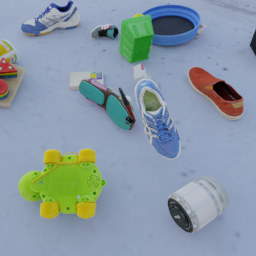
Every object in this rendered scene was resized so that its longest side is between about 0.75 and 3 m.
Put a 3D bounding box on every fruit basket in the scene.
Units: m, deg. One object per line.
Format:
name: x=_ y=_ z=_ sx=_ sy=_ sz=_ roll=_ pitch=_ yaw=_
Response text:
fruit basket: x=0.295 y=-3.858 z=11.348 sx=1.413 sy=1.959 sz=1.959 roll=-17 pitch=51 yaw=-14

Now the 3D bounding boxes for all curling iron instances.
curling iron: x=-0.039 y=-0.561 z=7.705 sx=0.319 sy=1.286 sz=0.164 roll=-36 pitch=42 yaw=-22

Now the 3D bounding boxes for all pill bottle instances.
pill bottle: x=-5.239 y=-2.696 z=10.949 sx=0.912 sy=0.912 sz=1.642 roll=30 pitch=55 yaw=24

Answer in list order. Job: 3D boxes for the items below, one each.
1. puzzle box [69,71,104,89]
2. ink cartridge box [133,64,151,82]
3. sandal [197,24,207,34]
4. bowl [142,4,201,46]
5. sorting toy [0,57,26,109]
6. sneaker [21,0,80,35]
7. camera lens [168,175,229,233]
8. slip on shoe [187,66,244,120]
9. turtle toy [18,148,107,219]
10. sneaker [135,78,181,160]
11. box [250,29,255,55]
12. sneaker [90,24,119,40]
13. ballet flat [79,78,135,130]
puzzle box: x=-1.567 y=-1.830 z=10.691 sx=1.285 sy=0.163 sz=0.855 roll=-3 pitch=48 yaw=-3
ink cartridge box: x=0.541 y=-1.784 z=10.097 sx=0.363 sy=0.868 sz=0.626 roll=-20 pitch=55 yaw=19
sandal: x=3.170 y=-4.490 z=12.984 sx=0.977 sy=0.280 sz=0.374 roll=-21 pitch=44 yaw=9
bowl: x=1.849 y=-4.728 z=12.817 sx=2.855 sy=0.560 sz=2.855 roll=-3 pitch=49 yaw=4
sorting toy: x=-4.750 y=-1.798 z=9.795 sx=1.766 sy=0.618 sz=1.776 roll=17 pitch=60 yaw=-11
sneaker: x=-3.638 y=-5.156 z=12.918 sx=2.760 sy=1.216 sz=1.039 roll=-21 pitch=53 yaw=-16
camera lens: x=1.696 y=1.860 z=6.886 sx=1.269 sy=1.015 sz=1.015 roll=-26 pitch=54 yaw=-21
slip on shoe: x=3.091 y=-1.443 z=9.912 sx=1.019 sy=0.842 sz=2.750 roll=-20 pitch=50 yaw=-15
turtle toy: x=-1.682 y=1.433 z=7.137 sx=2.306 sy=1.165 sz=1.680 roll=-1 pitch=73 yaw=1
sneaker: x=0.707 y=-0.159 z=7.044 sx=0.842 sy=2.225 sz=0.857 roll=-24 pitch=9 yaw=8
box: x=6.685 y=-3.308 z=11.437 sx=2.642 sy=1.042 sz=1.865 roll=-2 pitch=46 yaw=-1
sneaker: x=-0.964 y=-4.265 z=12.595 sx=1.357 sy=0.567 sz=0.819 roll=-26 pitch=44 yaw=-23
ballet flat: x=-0.530 y=-0.933 z=9.523 sx=2.728 sy=0.943 sz=0.971 roll=37 pitch=38 yaw=28
